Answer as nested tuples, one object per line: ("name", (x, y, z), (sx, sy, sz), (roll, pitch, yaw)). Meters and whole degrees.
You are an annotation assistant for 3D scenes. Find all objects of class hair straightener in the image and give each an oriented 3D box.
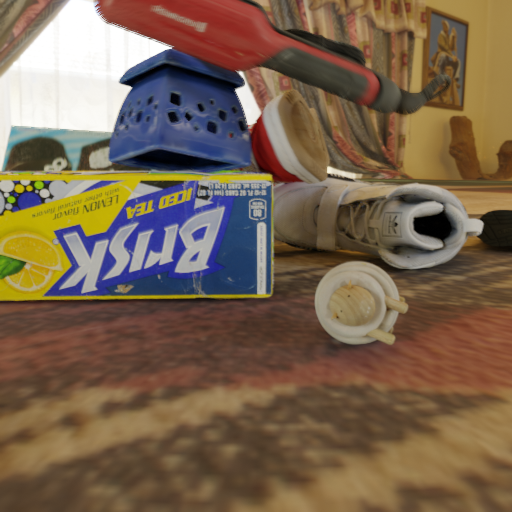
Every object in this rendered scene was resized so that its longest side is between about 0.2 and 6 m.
("hair straightener", (0.296, -2.413, 6.124), (3.825, 0.783, 1.472), (13, 30, -8))

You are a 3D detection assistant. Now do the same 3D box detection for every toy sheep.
("toy sheep", (0.865, 0.401, 4.739), (0.766, 0.766, 1.111), (2, -2, 11))

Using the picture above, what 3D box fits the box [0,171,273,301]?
("box", (-1.807, -0.275, 6.425), (3.981, 1.395, 1.280), (0, 9, -2))

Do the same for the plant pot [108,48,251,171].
("plant pot", (-0.898, -1.654, 6.618), (1.310, 1.178, 1.310), (2, 0, -39))

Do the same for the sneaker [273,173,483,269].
("sneaker", (1.602, -0.601, 8.508), (3.483, 1.309, 2.002), (5, 7, 5))

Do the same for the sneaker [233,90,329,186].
("sneaker", (-0.040, -1.501, 8.351), (2.022, 1.281, 3.596), (-15, 7, 13))

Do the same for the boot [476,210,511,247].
("boot", (5.087, -0.490, 9.716), (2.473, 0.837, 1.615), (6, 6, 23))

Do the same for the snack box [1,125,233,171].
("snack box", (-1.910, -0.801, 7.717), (3.115, 1.810, 0.578), (3, -20, -1))
